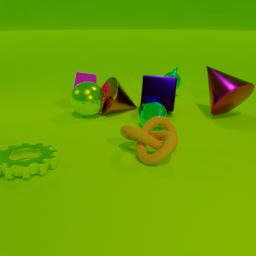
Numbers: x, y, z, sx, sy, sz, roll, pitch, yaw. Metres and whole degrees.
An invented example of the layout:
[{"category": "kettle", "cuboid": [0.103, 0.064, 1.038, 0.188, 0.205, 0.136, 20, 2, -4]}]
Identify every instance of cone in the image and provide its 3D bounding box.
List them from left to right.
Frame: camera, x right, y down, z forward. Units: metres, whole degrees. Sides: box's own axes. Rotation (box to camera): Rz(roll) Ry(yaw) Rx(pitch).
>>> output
[{"category": "cone", "cuboid": [-0.202, -0.966, 10.384, 1.420, 1.415, 1.415, 19, 10, -32]}, {"category": "cone", "cuboid": [3.194, -1.584, 9.797, 1.639, 1.639, 1.645, -12, 61, -28]}]

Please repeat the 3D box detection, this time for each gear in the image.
[{"category": "gear", "cuboid": [-2.375, 0.725, 6.518, 1.431, 0.265, 1.431, 1, 18, 0]}]

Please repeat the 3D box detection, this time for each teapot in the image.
[{"category": "teapot", "cuboid": [0.788, -0.394, 8.805, 0.844, 0.665, 1.358, -41, 60, 1]}, {"category": "teapot", "cuboid": [1.956, -2.086, 12.264, 0.824, 1.325, 0.649, 21, 18, 20]}]

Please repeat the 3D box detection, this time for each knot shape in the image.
[{"category": "knot shape", "cuboid": [0.637, 0.323, 6.967, 1.578, 0.729, 1.476, -1, 29, -12]}]

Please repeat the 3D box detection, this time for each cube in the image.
[{"category": "cube", "cuboid": [-1.695, -1.653, 11.173, 0.802, 0.802, 0.802, 8, -20, -3]}, {"category": "cube", "cuboid": [1.085, -1.281, 10.135, 1.179, 1.179, 1.179, 5, 11, 3]}]

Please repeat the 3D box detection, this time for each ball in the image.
[{"category": "ball", "cuboid": [-1.394, -0.998, 9.716, 1.204, 1.204, 1.204, 0, 21, 0]}]
